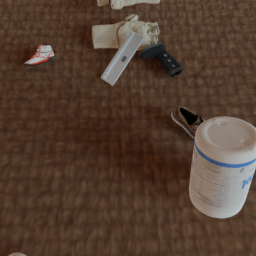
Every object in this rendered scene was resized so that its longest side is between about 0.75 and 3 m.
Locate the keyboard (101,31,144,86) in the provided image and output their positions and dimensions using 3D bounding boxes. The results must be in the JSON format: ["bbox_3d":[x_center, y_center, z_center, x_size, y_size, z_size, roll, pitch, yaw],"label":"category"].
[{"bbox_3d":[-0.196,-2.372,9.489,0.544,0.103,1.933,34,92,11],"label":"keyboard"}]

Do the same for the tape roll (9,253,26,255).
[{"bbox_3d":[-2.835,3.554,6.763,0.879,0.603,0.879,-1,84,12],"label":"tape roll"}]

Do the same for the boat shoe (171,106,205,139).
[{"bbox_3d":[2.003,-0.086,8.339,1.556,0.563,0.562,33,71,4],"label":"boat shoe"}]

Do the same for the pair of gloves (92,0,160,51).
[{"bbox_3d":[-0.042,-4.121,10.037,2.423,0.500,2.850,4,82,-3],"label":"pair of gloves"}]

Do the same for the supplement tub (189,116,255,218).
[{"bbox_3d":[2.326,0.987,6.952,1.485,2.250,1.485,-3,39,3],"label":"supplement tub"}]

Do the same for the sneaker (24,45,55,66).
[{"bbox_3d":[-3.108,-2.508,9.643,1.062,0.355,0.569,-18,101,-9],"label":"sneaker"}]

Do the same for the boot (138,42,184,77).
[{"bbox_3d":[1.111,-2.216,9.492,1.063,0.423,1.289,-31,80,-19],"label":"boot"}]
